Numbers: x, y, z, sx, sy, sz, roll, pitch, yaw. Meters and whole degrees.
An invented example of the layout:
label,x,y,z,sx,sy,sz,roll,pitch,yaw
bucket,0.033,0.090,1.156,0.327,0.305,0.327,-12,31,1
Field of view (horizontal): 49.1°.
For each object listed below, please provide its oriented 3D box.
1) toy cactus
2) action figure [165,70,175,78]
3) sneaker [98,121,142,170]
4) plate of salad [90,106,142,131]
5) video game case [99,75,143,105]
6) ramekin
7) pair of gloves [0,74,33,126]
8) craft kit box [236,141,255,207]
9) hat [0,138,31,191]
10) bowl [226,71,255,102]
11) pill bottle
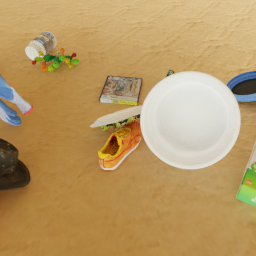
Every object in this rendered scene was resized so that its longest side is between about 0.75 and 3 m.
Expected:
label,x,y,z,sx,sy,sz,roll,pitch,yaw
toy cactus,-2.869,-2.880,11.343,1.801,0.921,1.486,-7,33,3
action figure,1.616,-1.135,9.486,1.642,0.760,2.780,-2,41,-3
sneaker,-0.137,0.351,7.868,0.711,0.751,1.948,16,43,21
plate of salad,-0.200,-0.252,8.267,1.895,0.455,1.895,-16,7,2
video game case,-0.225,-1.392,10.122,1.355,0.191,1.500,6,43,7
ramekin,1.615,-0.231,7.317,2.389,2.389,1.165,14,10,15
pair of gloves,-3.745,-0.901,7.788,2.142,2.664,0.303,43,58,-17
craft kit box,4.558,1.185,7.076,2.855,0.692,2.819,22,45,22
hat,-3.319,0.687,6.723,2.157,0.870,2.157,22,15,-6
bowl,4.251,-1.450,9.700,1.605,0.315,1.605,-19,31,12
pill bottle,-3.707,-3.496,11.941,0.773,0.773,1.360,13,46,14
